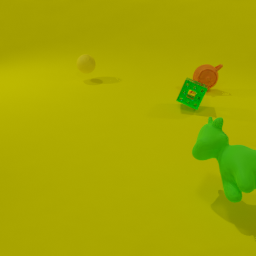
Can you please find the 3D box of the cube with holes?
[{"bbox_3d":[1.987,-1.084,8.693,0.706,0.706,0.706,24,21,7],"label":"cube with holes"}]

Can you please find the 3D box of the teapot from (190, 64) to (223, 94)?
[{"bbox_3d":[2.742,-1.754,9.947,1.460,0.908,0.715,-40,12,15],"label":"teapot"}]

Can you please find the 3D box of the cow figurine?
[{"bbox_3d":[1.909,0.511,4.878,1.502,0.824,1.478,3,54,-8],"label":"cow figurine"}]

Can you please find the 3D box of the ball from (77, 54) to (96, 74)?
[{"bbox_3d":[-1.626,-2.490,10.902,0.738,0.738,0.738,0,30,0],"label":"ball"}]
